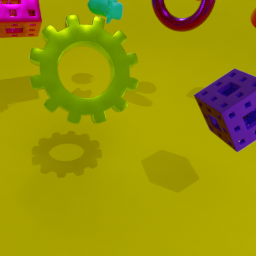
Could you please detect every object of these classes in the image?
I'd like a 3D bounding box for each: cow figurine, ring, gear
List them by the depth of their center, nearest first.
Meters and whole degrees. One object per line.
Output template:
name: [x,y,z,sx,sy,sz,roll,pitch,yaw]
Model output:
gear: [-0.758,-1.010,5.011,1.880,1.880,0.348,-12,4,-15]
ring: [1.313,-3.202,6.807,1.662,1.662,0.332,21,36,25]
cow figurine: [-0.601,-3.056,7.135,1.052,0.578,1.035,14,33,11]

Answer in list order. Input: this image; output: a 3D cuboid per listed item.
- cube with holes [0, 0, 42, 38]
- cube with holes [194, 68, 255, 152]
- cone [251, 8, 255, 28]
cube with holes: [-3.214,-3.348,7.642,1.369,1.369,1.369,-10,4,-22]
cube with holes: [1.895,-0.333,4.919,0.894,0.894,0.894,-33,31,0]
cone: [3.666,-3.240,6.931,1.176,1.181,1.176,-11,60,19]
